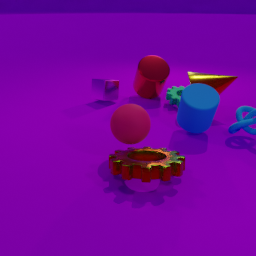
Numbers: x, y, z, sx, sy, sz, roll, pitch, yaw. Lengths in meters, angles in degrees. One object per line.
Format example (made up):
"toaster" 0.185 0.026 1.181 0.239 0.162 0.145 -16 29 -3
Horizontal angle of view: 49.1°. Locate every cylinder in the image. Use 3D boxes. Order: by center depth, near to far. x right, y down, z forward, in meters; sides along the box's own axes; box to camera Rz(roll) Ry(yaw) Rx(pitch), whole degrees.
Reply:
"cylinder" 1.974 -0.554 7.996 1.034 1.034 1.034 0 51 0
"cylinder" 0.905 -1.998 11.108 1.249 1.249 1.249 4 63 -7

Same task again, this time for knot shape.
"knot shape" 3.304 -0.158 7.878 1.053 0.520 1.125 -32 21 14

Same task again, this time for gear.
"gear" 0.418 0.766 6.279 1.672 0.309 1.672 0 10 0
"gear" 2.182 -1.149 10.630 1.466 0.271 1.466 7 33 -4

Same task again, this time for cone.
"cone" 2.904 -1.433 9.260 1.460 1.455 1.455 -19 20 18

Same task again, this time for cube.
"cube" -0.886 -1.485 10.840 0.773 0.773 0.773 14 15 42

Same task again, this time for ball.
"ball" 0.058 -0.092 6.699 0.975 0.975 0.975 0 25 0
